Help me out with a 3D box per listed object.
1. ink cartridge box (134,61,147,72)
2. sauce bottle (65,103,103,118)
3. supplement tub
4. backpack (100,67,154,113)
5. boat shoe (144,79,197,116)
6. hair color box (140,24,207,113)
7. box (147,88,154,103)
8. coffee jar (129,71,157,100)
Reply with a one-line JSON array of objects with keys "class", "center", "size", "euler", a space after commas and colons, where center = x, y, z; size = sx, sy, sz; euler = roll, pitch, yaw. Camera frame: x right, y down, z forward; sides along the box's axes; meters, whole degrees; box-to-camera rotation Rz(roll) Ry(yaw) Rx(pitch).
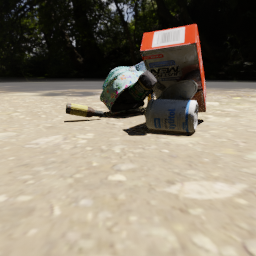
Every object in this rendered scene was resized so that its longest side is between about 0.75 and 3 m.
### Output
[{"class": "ink cartridge box", "center": [1.174, -2.694, 12.415], "size": [1.366, 0.481, 2.290], "euler": [-4, -2, -31]}, {"class": "sauce bottle", "center": [-1.543, -0.583, 9.953], "size": [1.310, 0.424, 0.424], "euler": [11, 7, -20]}, {"class": "supplement tub", "center": [1.288, -0.373, 8.172], "size": [1.389, 0.916, 0.916], "euler": [4, 12, 21]}, {"class": "backpack", "center": [-0.157, -1.539, 11.440], "size": [1.560, 1.839, 2.071], "euler": [48, 37, 15]}, {"class": "boat shoe", "center": [1.348, -0.921, 8.810], "size": [2.033, 0.739, 0.638], "euler": [-37, 4, 36]}, {"class": "hair color box", "center": [1.615, -1.732, 9.215], "size": [1.658, 2.990, 0.956], "euler": [-4, 53, 20]}, {"class": "box", "center": [1.077, -1.607, 13.271], "size": [0.203, 0.981, 0.584], "euler": [9, 41, 19]}, {"class": "coffee jar", "center": [0.421, -1.224, 8.109], "size": [0.425, 0.519, 0.996], "euler": [-42, 0, -29]}]
